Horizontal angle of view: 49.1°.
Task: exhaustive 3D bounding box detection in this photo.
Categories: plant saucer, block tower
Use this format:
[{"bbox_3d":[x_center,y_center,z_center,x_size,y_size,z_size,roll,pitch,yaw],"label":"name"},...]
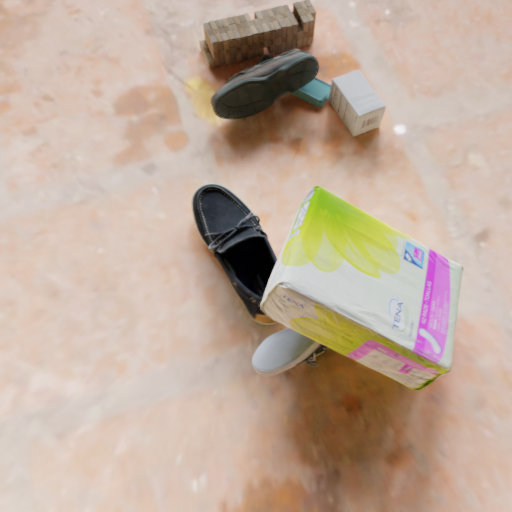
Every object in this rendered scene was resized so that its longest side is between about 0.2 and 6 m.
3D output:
[{"bbox_3d":[0.692,-3.376,10.704,1.617,0.153,0.565,30,67,15],"label":"plant saucer"},{"bbox_3d":[0.057,-4.330,10.906,2.278,0.659,0.615,-18,64,-7],"label":"block tower"}]

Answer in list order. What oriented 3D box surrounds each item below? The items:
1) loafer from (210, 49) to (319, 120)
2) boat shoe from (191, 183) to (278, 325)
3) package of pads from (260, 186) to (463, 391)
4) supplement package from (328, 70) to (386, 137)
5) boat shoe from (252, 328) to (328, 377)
[{"bbox_3d":[0.097,-3.176,10.301,2.123,0.763,0.668,-26,50,-7],"label":"loafer"},{"bbox_3d":[-0.245,-0.177,8.712,0.988,0.824,2.647,-24,65,-9],"label":"boat shoe"},{"bbox_3d":[1.527,0.470,7.813,2.621,0.894,2.025,28,52,-5],"label":"package of pads"},{"bbox_3d":[1.810,-2.770,10.148,0.575,0.577,0.983,-22,65,-11],"label":"supplement package"},{"bbox_3d":[0.674,1.286,8.063,1.689,0.577,0.623,-35,43,-29],"label":"boat shoe"}]
